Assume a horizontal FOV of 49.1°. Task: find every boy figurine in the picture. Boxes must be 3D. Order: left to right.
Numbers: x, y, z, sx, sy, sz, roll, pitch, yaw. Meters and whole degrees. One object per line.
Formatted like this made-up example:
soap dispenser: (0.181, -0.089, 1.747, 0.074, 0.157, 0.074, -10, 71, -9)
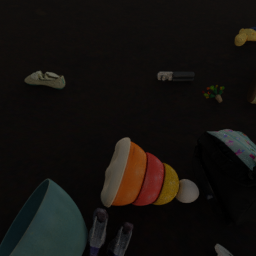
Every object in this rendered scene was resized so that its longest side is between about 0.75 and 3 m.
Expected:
boy figurine: (5.537, -4.208, 12.776, 1.694, 0.546, 1.053, -31, 54, -25)

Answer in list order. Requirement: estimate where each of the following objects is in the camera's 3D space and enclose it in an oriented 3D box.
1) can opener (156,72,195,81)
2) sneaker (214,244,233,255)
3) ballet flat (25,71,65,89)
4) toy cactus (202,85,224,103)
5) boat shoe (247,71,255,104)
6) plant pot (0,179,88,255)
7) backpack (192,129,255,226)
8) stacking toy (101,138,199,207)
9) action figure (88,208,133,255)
can opener: (1.825, -2.043, 10.803, 1.437, 0.378, 0.477, 2, 46, 2)
sneaker: (1.933, 3.034, 5.696, 0.502, 0.768, 1.373, 34, 6, -10)
ballet flat: (-3.151, -1.885, 10.538, 1.663, 0.578, 0.578, 10, 47, 10)
toy cactus: (3.135, -1.204, 10.068, 0.837, 0.428, 0.690, -16, 67, -18)
boat shoe: (5.180, -1.719, 10.126, 1.110, 1.044, 2.915, 30, 52, 11)
plant pot: (-1.644, 2.266, 5.834, 1.343, 1.995, 1.995, 35, 46, -16)
backpack: (2.639, 1.044, 7.083, 1.400, 1.846, 2.212, 0, 39, -29)
stacking toy: (0.650, 1.380, 6.980, 2.397, 1.752, 1.752, 19, 47, -6)
action figure: (-0.665, 3.094, 5.406, 1.802, 0.961, 2.770, 23, 51, -9)
